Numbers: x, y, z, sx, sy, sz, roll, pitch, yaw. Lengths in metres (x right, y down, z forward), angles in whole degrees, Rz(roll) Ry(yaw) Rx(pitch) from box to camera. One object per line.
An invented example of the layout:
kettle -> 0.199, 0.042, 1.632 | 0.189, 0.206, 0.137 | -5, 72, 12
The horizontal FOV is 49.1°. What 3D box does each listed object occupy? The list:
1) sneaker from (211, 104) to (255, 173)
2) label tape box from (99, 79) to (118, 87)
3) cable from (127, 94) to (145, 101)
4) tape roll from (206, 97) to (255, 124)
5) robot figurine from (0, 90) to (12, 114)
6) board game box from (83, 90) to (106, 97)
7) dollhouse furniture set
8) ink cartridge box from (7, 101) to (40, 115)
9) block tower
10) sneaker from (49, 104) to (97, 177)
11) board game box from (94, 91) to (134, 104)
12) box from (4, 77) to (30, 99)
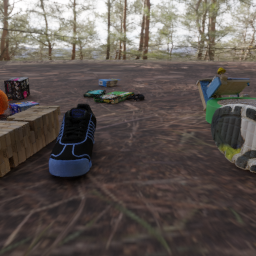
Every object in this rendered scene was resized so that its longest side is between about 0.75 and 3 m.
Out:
sneaker -> 2.827, 0.334, 4.822 | 1.234, 1.086, 2.916 | -7, 26, -43
label tape box -> -1.004, -2.533, 15.561 | 1.016, 0.336, 0.728 | -11, 20, -39
cable -> 0.339, -1.254, 11.505 | 0.629, 0.196, 0.771 | 2, 18, 25
tape roll -> 3.397, -0.436, 7.975 | 2.270, 0.546, 2.270 | 0, 15, 0
robot figurine -> -4.364, -0.766, 8.631 | 1.434, 1.031, 0.836 | -11, 51, -36
board game box -> -1.463, -1.522, 12.382 | 0.792, 0.165, 1.171 | 1, 16, 3
dollhouse furniture set -> 3.227, -1.474, 9.014 | 1.624, 1.122, 1.720 | -3, -25, -10
ink cartridge box -> -3.373, -0.605, 8.956 | 0.905, 0.345, 0.617 | -18, 23, -41
block tower -> -2.197, 0.158, 5.683 | 0.703, 0.753, 2.605 | 3, 18, 11
sneaker -> -1.037, 0.133, 5.418 | 0.802, 0.891, 2.288 | 0, 16, -3
board game box -> -0.531, -1.274, 11.497 | 0.936, 0.210, 1.787 | 6, 17, 26
box -> -4.687, -1.706, 11.877 | 0.691, 0.796, 1.205 | -1, 16, -4
